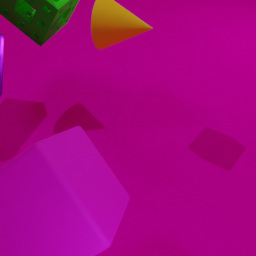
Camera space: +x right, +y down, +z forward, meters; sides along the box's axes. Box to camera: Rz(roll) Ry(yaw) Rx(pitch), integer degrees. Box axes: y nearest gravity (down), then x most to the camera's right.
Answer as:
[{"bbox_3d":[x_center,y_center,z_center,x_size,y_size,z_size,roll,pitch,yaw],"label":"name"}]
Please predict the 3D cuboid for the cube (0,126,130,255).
[{"bbox_3d":[-0.880,0.865,3.315,1.215,1.215,1.215,-35,91,13],"label":"cube"}]

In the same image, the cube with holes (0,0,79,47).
[{"bbox_3d":[-1.882,-2.811,6.077,1.184,1.184,1.184,38,51,-12],"label":"cube with holes"}]

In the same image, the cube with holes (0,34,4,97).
[{"bbox_3d":[-2.867,-1.048,4.555,1.115,1.115,1.115,-12,75,32],"label":"cube with holes"}]

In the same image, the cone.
[{"bbox_3d":[-0.030,-2.303,6.298,1.207,1.203,1.203,12,51,14],"label":"cone"}]
